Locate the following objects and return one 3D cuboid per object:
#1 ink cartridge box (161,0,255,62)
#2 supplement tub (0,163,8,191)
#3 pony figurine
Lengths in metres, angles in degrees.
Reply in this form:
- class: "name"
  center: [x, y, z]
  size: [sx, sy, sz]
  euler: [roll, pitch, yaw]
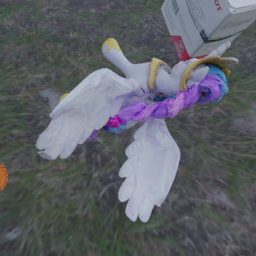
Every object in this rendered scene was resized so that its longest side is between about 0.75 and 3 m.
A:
- class: "ink cartridge box"
  center: [1.988, -3.046, 6.973]
  size: [1.130, 2.680, 1.940]
  euler: [-16, 82, -14]
- class: "supplement tub"
  center: [-2.601, 0.893, 4.741]
  size: [1.029, 0.631, 0.631]
  euler: [-12, 43, 23]
- class: "pony figurine"
  center: [-0.022, -0.323, 4.182]
  size: [2.549, 2.199, 2.641]
  euler: [-54, 37, -11]
